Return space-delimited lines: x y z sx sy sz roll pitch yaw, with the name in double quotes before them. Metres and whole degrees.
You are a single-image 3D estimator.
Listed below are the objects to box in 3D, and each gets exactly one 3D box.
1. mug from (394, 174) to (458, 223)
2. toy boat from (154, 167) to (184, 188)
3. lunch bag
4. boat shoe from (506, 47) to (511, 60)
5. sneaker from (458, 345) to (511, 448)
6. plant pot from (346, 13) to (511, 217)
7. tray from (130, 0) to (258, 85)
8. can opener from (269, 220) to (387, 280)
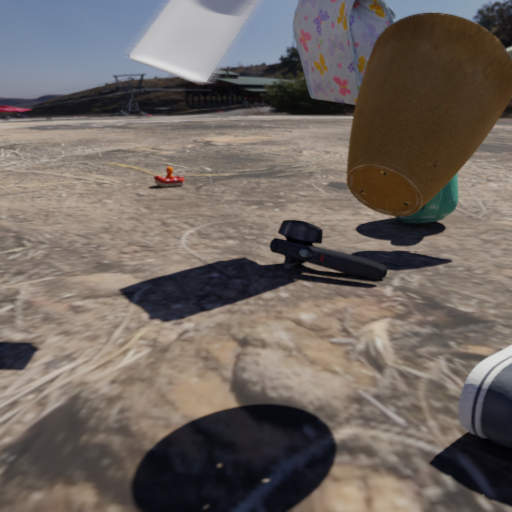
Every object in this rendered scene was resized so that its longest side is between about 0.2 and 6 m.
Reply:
"mug" 3.466 -1.284 11.919 1.501 1.130 1.827 1 12 37
"toy boat" -2.547 -2.322 16.377 0.872 0.570 0.569 -8 19 -24
"lunch bag" 1.539 -3.646 9.494 1.194 1.878 1.592 -36 33 -18
"boat shoe" 4.288 -3.204 10.571 2.421 0.903 0.754 -31 16 -1
"sneaker" 2.899 1.065 5.118 2.392 0.938 0.950 -26 26 -34
"plant pot" 1.442 -1.171 5.201 1.411 1.411 1.514 13 62 36
"tray" -0.724 -3.048 7.418 1.066 0.220 1.986 22 65 10
"can opener" 1.120 0.003 9.012 1.995 0.784 0.632 21 18 29
